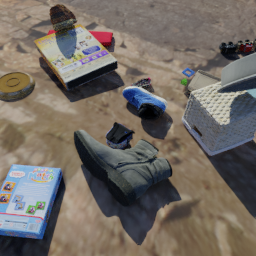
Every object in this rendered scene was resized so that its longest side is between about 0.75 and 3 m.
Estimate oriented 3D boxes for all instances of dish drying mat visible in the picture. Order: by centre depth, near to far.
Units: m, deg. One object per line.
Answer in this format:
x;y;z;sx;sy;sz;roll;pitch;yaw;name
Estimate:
-2.129;-3.940;12.281;2.882;0.262;1.107;1;48;2;dish drying mat

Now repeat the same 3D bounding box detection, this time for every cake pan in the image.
3.508;-1.408;6.546;2.876;2.876;0.528;-11;87;-10;cake pan

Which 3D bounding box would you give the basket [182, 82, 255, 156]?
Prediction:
2.723;-0.359;8.222;1.656;1.332;1.641;-19;51;-15;basket

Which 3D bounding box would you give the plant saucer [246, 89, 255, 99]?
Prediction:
4.841;-1.615;9.936;2.674;0.366;2.674;2;46;-2;plant saucer

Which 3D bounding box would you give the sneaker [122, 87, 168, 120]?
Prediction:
0.411;-0.783;9.084;1.594;0.612;0.887;25;43;13;sneaker

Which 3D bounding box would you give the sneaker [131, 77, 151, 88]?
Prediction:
0.463;-1.634;10.102;0.775;0.289;0.312;-18;50;-15;sneaker

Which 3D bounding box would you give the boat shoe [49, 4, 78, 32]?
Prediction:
-2.839;-4.876;12.137;1.028;0.964;2.856;-19;25;1;boat shoe

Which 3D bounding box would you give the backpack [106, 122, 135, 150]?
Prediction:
-0.288;0.283;8.125;0.755;0.582;0.719;27;47;30;backpack

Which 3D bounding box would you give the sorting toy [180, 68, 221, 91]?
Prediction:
2.770;-1.491;9.955;1.974;0.269;1.111;26;55;13;sorting toy

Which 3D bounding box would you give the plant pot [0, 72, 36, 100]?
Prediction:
-4.139;-1.600;10.132;1.507;0.207;1.507;0;46;0;plant pot

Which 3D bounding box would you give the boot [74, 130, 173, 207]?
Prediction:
-0.171;0.768;7.610;1.694;0.878;2.593;-30;61;-31;boot

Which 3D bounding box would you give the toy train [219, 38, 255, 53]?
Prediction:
4.929;-3.434;11.717;2.256;0.385;0.517;-9;51;-7;toy train

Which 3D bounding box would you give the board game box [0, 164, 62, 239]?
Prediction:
-2.523;1.747;6.923;1.354;0.328;1.791;4;47;4;board game box

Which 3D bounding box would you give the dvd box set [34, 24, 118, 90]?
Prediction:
-2.091;-2.881;10.957;2.190;0.440;2.994;-28;57;-20;dvd box set
